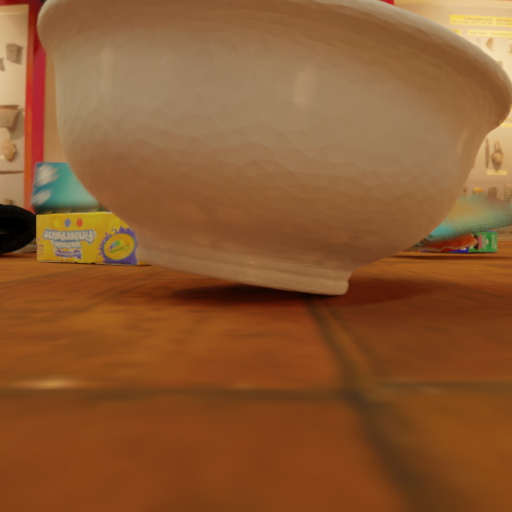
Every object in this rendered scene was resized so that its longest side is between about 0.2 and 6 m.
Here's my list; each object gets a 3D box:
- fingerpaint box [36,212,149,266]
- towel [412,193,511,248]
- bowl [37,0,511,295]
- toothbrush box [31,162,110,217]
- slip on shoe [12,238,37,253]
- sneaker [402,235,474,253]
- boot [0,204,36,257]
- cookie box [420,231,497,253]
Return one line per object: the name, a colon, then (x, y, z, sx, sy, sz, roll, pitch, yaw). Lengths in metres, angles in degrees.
fingerpaint box: (-1.996, -0.283, 8.675, 2.111, 0.774, 1.761, 1, 3, 32)
towel: (3.530, -0.724, 10.147, 2.298, 0.249, 1.685, -12, 22, -10)
bowl: (0.013, -0.549, 3.999, 3.179, 1.429, 3.179, 9, 1, 0)
toothbrush box: (-3.419, -1.063, 12.647, 2.736, 1.167, 2.003, -1, -30, -11)
slip on shoe: (-4.967, -0.401, 13.550, 2.120, 0.642, 0.806, -1, 2, -20)
sneaker: (3.422, -0.402, 11.044, 1.782, 0.688, 0.651, 1, 4, -1)
boot: (-4.972, -0.502, 11.088, 2.157, 0.981, 2.568, -3, 7, 36)
cookie box: (4.769, -0.337, 13.169, 1.441, 0.541, 1.232, -2, 3, -42)
